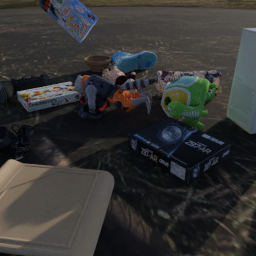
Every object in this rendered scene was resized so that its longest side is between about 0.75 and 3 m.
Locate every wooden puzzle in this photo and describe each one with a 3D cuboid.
[{"bbox_3d":[-1.561,1.421,5.112,2.326,0.433,2.152,8,28,5],"label":"wooden puzzle"}]

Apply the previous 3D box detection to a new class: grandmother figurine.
[{"bbox_3d":[-0.245,-1.881,11.104,1.294,0.646,2.133,-32,38,-7],"label":"grandmother figurine"}]

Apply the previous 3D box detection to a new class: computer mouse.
[{"bbox_3d":[-3.492,0.374,6.975,2.105,0.555,1.458,4,26,-16],"label":"computer mouse"}]

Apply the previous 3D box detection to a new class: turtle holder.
[{"bbox_3d":[1.622,-0.660,7.914,1.352,1.446,1.904,17,54,12],"label":"turtle holder"}]

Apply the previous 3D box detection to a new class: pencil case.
[{"bbox_3d":[2.137,-1.618,10.198,2.379,0.925,1.064,-1,17,-2],"label":"pencil case"}]

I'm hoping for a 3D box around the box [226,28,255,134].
[{"bbox_3d":[4.012,-1.344,7.836,1.645,2.645,1.289,-6,29,-13],"label":"box"}]

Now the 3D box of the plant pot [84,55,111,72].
[{"bbox_3d":[-1.408,-2.992,13.148,1.257,0.580,1.257,1,28,0],"label":"plant pot"}]

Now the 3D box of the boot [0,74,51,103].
[{"bbox_3d":[-3.806,-1.515,10.418,1.961,0.644,1.616,-12,32,-30],"label":"boot"}]

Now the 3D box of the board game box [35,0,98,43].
[{"bbox_3d":[-2.347,-4.416,10.472,0.421,2.302,1.741,-56,16,-20],"label":"board game box"}]

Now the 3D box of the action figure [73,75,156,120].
[{"bbox_3d":[-0.465,-1.250,9.116,2.605,1.408,2.693,12,28,3],"label":"action figure"}]

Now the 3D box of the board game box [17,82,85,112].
[{"bbox_3d":[-2.715,-1.144,9.907,2.030,0.351,1.281,-17,32,-29],"label":"board game box"}]

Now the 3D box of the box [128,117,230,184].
[{"bbox_3d":[1.210,0.445,6.855,1.563,0.425,1.951,-21,35,-34],"label":"box"}]

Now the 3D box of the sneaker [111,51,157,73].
[{"bbox_3d":[0.185,-3.354,13.519,2.231,0.887,1.456,-14,33,-26],"label":"sneaker"}]
